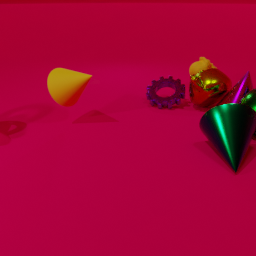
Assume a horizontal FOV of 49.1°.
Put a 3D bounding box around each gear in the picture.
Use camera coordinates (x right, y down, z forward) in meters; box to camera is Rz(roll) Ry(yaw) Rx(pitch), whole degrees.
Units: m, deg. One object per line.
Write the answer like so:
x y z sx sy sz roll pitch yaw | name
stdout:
1.160 -1.106 8.619 1.194 0.221 1.194 -6 52 8 | gear

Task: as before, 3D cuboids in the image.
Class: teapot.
2.401 -1.258 8.331 1.265 0.996 2.034 -33 -22 34 | teapot

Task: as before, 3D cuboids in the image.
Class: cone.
3.064 -0.936 7.474 1.268 1.273 1.268 0 36 0 | cone
2.130 0.373 5.737 1.250 1.250 1.254 3 51 7 | cone
-1.269 -1.156 7.030 1.048 1.044 1.044 -13 15 37 | cone

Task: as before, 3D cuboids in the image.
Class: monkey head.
2.604 -1.939 9.657 0.930 0.779 1.293 32 11 -11 | monkey head

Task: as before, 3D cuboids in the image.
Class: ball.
3.260 -0.380 6.639 1.228 1.228 1.228 0 26 0 | ball
